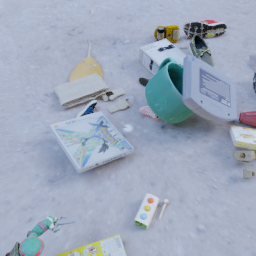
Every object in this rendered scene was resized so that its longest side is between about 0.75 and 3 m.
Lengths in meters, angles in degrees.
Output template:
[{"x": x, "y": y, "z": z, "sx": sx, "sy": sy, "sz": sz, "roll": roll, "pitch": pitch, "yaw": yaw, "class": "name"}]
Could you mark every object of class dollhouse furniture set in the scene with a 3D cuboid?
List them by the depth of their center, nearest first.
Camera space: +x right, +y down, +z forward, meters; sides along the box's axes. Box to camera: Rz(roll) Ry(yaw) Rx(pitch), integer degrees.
[{"x": 3.648, "y": 1.089, "z": 8.550, "sx": 0.528, "sy": 0.840, "sz": 0.950, "roll": -3, "pitch": -4, "yaw": 42, "class": "dollhouse furniture set"}]

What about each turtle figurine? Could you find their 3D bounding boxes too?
[{"x": -1.835, "y": 2.678, "z": 5.659, "sx": 1.241, "sy": 2.465, "sz": 1.846, "roll": 9, "pitch": 45, "yaw": -21, "class": "turtle figurine"}]

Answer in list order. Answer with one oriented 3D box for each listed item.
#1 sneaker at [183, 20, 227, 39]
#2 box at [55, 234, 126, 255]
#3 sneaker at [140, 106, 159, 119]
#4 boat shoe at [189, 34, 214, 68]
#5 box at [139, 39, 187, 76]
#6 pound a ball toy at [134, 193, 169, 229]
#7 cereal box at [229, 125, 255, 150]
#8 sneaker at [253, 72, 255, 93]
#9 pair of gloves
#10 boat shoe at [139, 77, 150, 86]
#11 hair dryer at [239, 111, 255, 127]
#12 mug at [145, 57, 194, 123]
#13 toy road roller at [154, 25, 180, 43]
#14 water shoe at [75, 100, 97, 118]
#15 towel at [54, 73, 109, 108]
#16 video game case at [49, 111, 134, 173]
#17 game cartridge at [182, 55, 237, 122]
[{"x": 3.535, "y": -4.707, "z": 13.215, "sx": 2.141, "sy": 0.824, "sz": 0.909, "roll": -3, "pitch": 39, "yaw": -12, "class": "sneaker"}, {"x": -0.985, "y": 3.379, "z": 6.428, "sx": 2.044, "sy": 0.494, "sz": 1.199, "roll": -12, "pitch": 51, "yaw": -14, "class": "box"}, {"x": 0.824, "y": -0.524, "z": 9.772, "sx": 0.807, "sy": 0.304, "sz": 0.422, "roll": 6, "pitch": 35, "yaw": -8, "class": "sneaker"}, {"x": 3.134, "y": -3.195, "z": 11.909, "sx": 0.736, "sy": 0.616, "sz": 2.061, "roll": -8, "pitch": 50, "yaw": -6, "class": "boat shoe"}, {"x": 1.630, "y": -2.564, "z": 11.306, "sx": 1.394, "sy": 0.719, "sz": 2.390, "roll": -24, "pitch": 53, "yaw": -19, "class": "box"}, {"x": 0.644, "y": 2.187, "z": 7.476, "sx": 0.641, "sy": 0.418, "sz": 0.983, "roll": 20, "pitch": 53, "yaw": 16, "class": "pound a ball toy"}, {"x": 3.745, "y": 0.301, "z": 8.901, "sx": 0.852, "sy": 0.234, "sz": 1.184, "roll": 10, "pitch": 25, "yaw": 7, "class": "cereal box"}, {"x": 5.574, "y": -1.260, "z": 10.233, "sx": 1.064, "sy": 1.036, "sz": 2.672, "roll": -2, "pitch": 52, "yaw": -28, "class": "sneaker"}, {"x": -0.431, "y": -1.051, "z": 10.374, "sx": 0.935, "sy": 0.193, "sz": 1.100, "roll": -17, "pitch": 53, "yaw": -14, "class": "pair of gloves"}, {"x": 0.792, "y": -1.774, "z": 10.965, "sx": 0.804, "sy": 0.289, "sz": 0.273, "roll": 27, "pitch": 22, "yaw": 32, "class": "boat shoe"}, {"x": 4.699, "y": 0.194, "z": 8.964, "sx": 1.981, "sy": 0.707, "sz": 2.601, "roll": -29, "pitch": 52, "yaw": -20, "class": "hair dryer"}, {"x": 1.515, "y": -1.182, "z": 9.534, "sx": 1.808, "sy": 1.361, "sz": 2.201, "roll": 42, "pitch": 37, "yaw": -11, "class": "mug"}, {"x": 1.761, "y": -4.386, "z": 12.900, "sx": 1.138, "sy": 0.699, "sz": 0.831, "roll": -8, "pitch": 38, "yaw": -6, "class": "toy road roller"}, {"x": -1.387, "y": -0.500, "z": 9.847, "sx": 0.447, "sy": 0.405, "sz": 1.133, "roll": 39, "pitch": 63, "yaw": 5, "class": "water shoe"}, {"x": -1.758, "y": -1.435, "z": 10.537, "sx": 1.881, "sy": 0.324, "sz": 1.247, "roll": -21, "pitch": 44, "yaw": -14, "class": "towel"}, {"x": -1.150, "y": 0.328, "z": 8.684, "sx": 1.879, "sy": 0.227, "sz": 2.062, "roll": -18, "pitch": 48, "yaw": -31, "class": "video game case"}, {"x": 2.587, "y": -1.087, "z": 8.784, "sx": 2.453, "sy": 0.502, "sz": 1.633, "roll": 17, "pitch": 66, "yaw": -37, "class": "game cartridge"}]
